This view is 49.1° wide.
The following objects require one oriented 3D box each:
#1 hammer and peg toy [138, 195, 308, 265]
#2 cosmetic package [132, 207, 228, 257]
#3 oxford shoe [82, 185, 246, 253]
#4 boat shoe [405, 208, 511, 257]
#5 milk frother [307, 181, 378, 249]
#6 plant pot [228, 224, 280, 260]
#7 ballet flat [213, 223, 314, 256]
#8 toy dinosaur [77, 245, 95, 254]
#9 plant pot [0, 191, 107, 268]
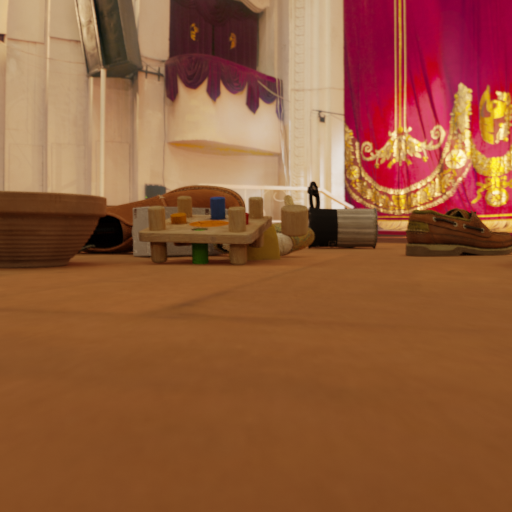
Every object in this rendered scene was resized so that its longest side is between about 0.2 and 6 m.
[{"bbox_3d":[-0.332,-0.389,8.049,2.257,0.796,1.660,1,13,11],"label":"hammer and peg toy"},{"bbox_3d":[-1.357,-0.434,10.194,1.694,0.905,0.764,-5,3,-45],"label":"cosmetic package"},{"bbox_3d":[-2.035,-0.575,11.168,3.714,1.325,1.324,-10,10,3],"label":"oxford shoe"},{"bbox_3d":[3.996,-0.467,10.694,2.682,0.912,0.965,-2,3,-33],"label":"boat shoe"},{"bbox_3d":[2.250,-1.117,15.015,1.772,1.884,1.700,1,-2,2],"label":"milk frother"},{"bbox_3d":[-0.032,-0.284,9.090,0.679,0.695,0.675,0,2,-21],"label":"plant pot"},{"bbox_3d":[0.094,-0.235,9.853,1.819,0.643,0.643,3,3,14],"label":"ballet flat"},{"bbox_3d":[-4.044,-0.175,10.280,1.916,0.455,0.845,2,5,-36],"label":"toy dinosaur"},{"bbox_3d":[-2.964,-0.324,7.252,2.011,0.928,2.011,0,3,0],"label":"plant pot"}]
